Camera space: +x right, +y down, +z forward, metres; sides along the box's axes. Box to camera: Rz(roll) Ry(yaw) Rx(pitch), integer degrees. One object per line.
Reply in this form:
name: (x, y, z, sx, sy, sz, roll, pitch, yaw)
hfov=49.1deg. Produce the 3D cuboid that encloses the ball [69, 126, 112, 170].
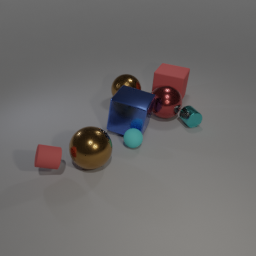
ball: (-1.203, 0.639, 9.081, 1.400, 1.400, 1.400, 0, 32, 0)

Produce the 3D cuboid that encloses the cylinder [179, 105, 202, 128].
cylinder: (2.572, -0.469, 11.495, 0.700, 0.700, 0.700, -10, 33, -16)

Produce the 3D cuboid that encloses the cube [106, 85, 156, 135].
cube: (0.123, -0.622, 10.879, 1.400, 1.400, 1.400, 18, 35, 10)

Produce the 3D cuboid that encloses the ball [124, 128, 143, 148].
ball: (0.188, 0.366, 10.121, 0.700, 0.700, 0.700, 0, 32, 0)

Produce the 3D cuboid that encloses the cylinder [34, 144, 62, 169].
cylinder: (-2.461, 0.890, 8.617, 0.700, 0.700, 0.700, 10, 27, -23)

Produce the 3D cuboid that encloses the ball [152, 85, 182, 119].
ball: (1.586, -1.095, 11.818, 1.400, 1.400, 1.400, 0, 32, 0)

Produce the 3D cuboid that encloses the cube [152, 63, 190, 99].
cube: (2.014, -2.093, 13.293, 1.400, 1.400, 1.400, 15, 34, 16)

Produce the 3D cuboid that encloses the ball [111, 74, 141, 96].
ball: (-0.081, -1.793, 12.990, 1.400, 1.400, 1.400, 0, 32, 0)
